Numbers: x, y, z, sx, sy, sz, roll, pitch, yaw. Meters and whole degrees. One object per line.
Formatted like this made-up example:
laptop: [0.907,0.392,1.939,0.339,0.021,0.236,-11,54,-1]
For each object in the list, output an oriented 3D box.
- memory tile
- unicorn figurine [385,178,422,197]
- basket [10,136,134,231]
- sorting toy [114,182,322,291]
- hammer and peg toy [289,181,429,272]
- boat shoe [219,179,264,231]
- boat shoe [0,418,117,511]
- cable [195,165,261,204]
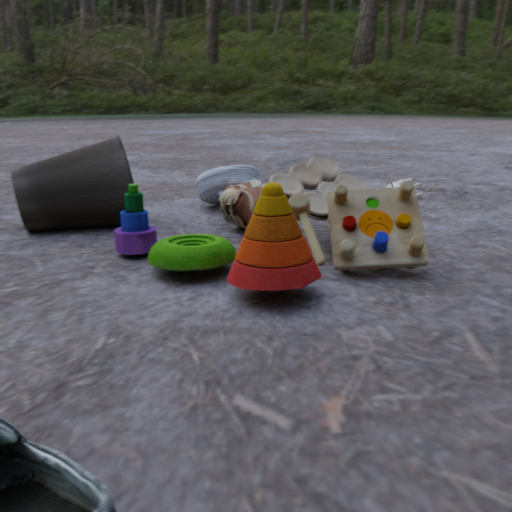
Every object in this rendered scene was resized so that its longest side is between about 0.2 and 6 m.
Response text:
memory tile: [1.847,-1.013,11.394,2.908,0.244,2.229,36,40,19]
unicorn figurine: [4.159,-1.902,16.052,1.084,0.583,1.578,-12,5,-5]
basket: [-4.145,-1.521,12.828,2.486,2.241,1.691,-13,-21,-16]
sorting toy: [-0.914,-0.591,9.662,4.550,1.567,1.578,11,19,38]
hammer and peg toy: [1.793,-0.459,10.056,2.350,0.829,1.728,-3,59,2]
boat shoe: [-0.250,-1.047,12.583,1.115,1.176,3.105,-7,11,-5]
boat shoe: [-2.044,1.667,4.241,2.880,1.021,1.038,9,20,25]
cable: [-0.716,-1.843,14.560,1.729,0.599,1.730,-5,-9,-7]
